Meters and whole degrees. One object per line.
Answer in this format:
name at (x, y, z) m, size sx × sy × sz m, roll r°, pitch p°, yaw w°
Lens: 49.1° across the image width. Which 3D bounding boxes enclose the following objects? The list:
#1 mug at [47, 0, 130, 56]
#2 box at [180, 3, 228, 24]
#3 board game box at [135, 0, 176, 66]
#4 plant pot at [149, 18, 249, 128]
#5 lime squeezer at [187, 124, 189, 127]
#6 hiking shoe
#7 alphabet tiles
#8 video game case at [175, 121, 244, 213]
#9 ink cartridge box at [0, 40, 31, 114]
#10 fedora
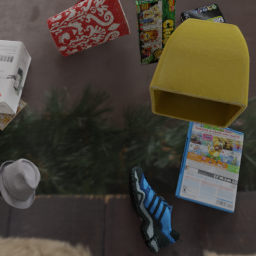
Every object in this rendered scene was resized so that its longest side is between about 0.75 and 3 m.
mug at (-1.561, -4.120, 11.096) m, size 2.766 × 1.846 × 2.456 m, roll -23°, pitch 28°, yaw 3°
box at (3.247, -4.332, 11.767) m, size 1.664 × 0.395 × 1.607 m, roll -16°, pitch 69°, yaw -5°
board game box at (0.822, -2.759, 8.148) m, size 1.075 × 2.052 × 0.241 m, roll -13°, pitch 53°, yaw -2°
plant pot at (2.001, -1.557, 7.719) m, size 2.279 × 2.294 × 2.346 m, roll 13°, pitch 78°, yaw 10°
lime squeezer at (2.526, 0.224, 10.249) m, size 1.004 × 0.354 × 0.189 m, roll 40°, pitch 57°, yaw -1°
hiking shoe at (0.808, 2.543, 9.210) m, size 1.195 × 1.025 × 2.756 m, roll -14°, pitch 81°, yaw -13°
alphabet tiles at (-4.922, -0.696, 10.703) m, size 1.343 × 0.061 × 1.606 m, roll 35°, pitch 74°, yaw 11°
video game case at (2.891, 1.238, 9.733) m, size 2.048 × 0.255 × 2.861 m, roll 17°, pitch 72°, yaw -7°
ink cartridge box at (-4.997, -1.940, 10.524) m, size 1.888 × 1.090 × 2.594 m, roll 6°, pitch 68°, yaw 2°
fedora at (-2.962, 1.454, 7.944) m, size 0.669 × 1.310 × 1.482 m, roll -35°, pitch 47°, yaw 13°
